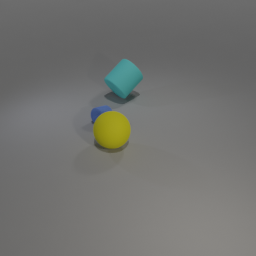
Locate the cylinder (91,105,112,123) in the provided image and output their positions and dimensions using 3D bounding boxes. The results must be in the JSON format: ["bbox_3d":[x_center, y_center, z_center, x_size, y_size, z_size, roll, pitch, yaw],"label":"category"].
[{"bbox_3d":[-1.138,-0.586,12.151,0.700,0.700,0.700,22,25,31],"label":"cylinder"}]

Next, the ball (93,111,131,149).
[{"bbox_3d":[-0.597,0.069,10.444,1.400,1.400,1.400,0,31,0],"label":"ball"}]

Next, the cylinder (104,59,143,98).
[{"bbox_3d":[-0.216,-2.426,13.838,1.400,1.400,1.400,-48,47,-8],"label":"cylinder"}]
